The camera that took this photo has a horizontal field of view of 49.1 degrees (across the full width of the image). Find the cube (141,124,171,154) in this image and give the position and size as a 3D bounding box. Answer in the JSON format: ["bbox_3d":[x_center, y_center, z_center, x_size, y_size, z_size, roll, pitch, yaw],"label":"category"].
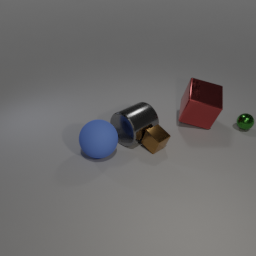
[{"bbox_3d":[1.044,0.419,10.563,0.700,0.700,0.700,-27,61,-37],"label":"cube"}]

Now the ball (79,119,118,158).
[{"bbox_3d":[-1.057,0.392,10.063,1.400,1.400,1.400,0,31,0],"label":"ball"}]

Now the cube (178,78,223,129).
[{"bbox_3d":[3.071,-1.026,11.879,1.400,1.400,1.400,15,52,0],"label":"cube"}]

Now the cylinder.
[{"bbox_3d":[0.255,-0.163,11.030,1.400,1.400,1.400,-27,40,-37],"label":"cylinder"}]

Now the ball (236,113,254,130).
[{"bbox_3d":[4.959,-0.273,11.834,0.700,0.700,0.700,0,31,0],"label":"ball"}]
